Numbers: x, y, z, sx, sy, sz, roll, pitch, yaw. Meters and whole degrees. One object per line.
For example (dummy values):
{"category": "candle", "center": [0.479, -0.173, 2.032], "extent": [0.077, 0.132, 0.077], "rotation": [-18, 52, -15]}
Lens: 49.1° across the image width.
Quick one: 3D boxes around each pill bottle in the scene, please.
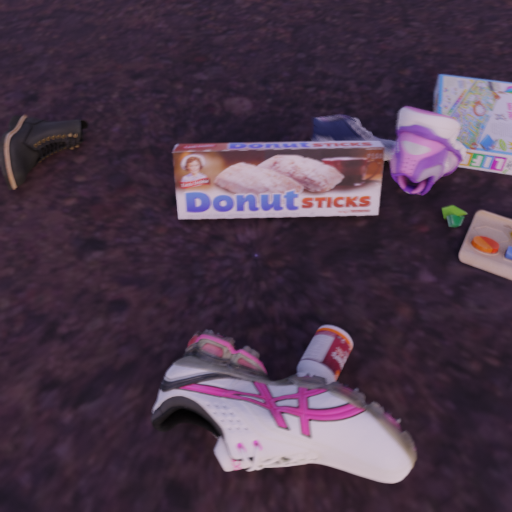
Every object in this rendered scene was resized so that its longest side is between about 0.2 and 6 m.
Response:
{"category": "pill bottle", "center": [0.857, 1.416, 7.342], "extent": [0.523, 0.523, 0.955], "rotation": [22, 52, 18]}

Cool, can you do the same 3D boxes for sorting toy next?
{"category": "sorting toy", "center": [3.735, -0.294, 9.075], "extent": [1.661, 0.244, 1.227], "rotation": [22, 52, 18]}

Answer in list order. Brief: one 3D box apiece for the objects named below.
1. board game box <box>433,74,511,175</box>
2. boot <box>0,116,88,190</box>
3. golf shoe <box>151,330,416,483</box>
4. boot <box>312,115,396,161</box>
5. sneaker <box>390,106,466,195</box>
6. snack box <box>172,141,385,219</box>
{"category": "board game box", "center": [4.408, -2.650, 11.070], "extent": [1.733, 0.441, 2.578], "rotation": [11, 49, 10]}
{"category": "boot", "center": [-3.875, -2.004, 10.338], "extent": [1.363, 0.763, 1.970], "rotation": [-3, 49, -9]}
{"category": "golf shoe", "center": [0.238, 2.016, 6.484], "extent": [3.071, 1.115, 1.414], "rotation": [16, 53, 26]}
{"category": "boot", "center": [1.877, -2.189, 10.341], "extent": [1.709, 0.772, 0.622], "rotation": [-3, 28, -2]}
{"category": "sneaker", "center": [2.728, -1.547, 9.214], "extent": [1.057, 1.162, 2.628], "rotation": [20, 6, 23]}
{"category": "snack box", "center": [0.368, -1.248, 9.255], "extent": [3.374, 1.213, 0.410], "rotation": [-1, 30, -1]}
